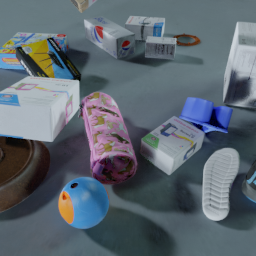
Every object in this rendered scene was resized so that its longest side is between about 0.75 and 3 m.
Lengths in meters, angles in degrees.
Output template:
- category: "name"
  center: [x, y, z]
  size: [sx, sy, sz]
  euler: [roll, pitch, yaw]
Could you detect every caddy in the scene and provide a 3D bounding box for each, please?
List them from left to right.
- category: "caddy"
  center: [2.020, -0.260, 7.401]
  size: [1.130, 0.839, 1.598]
  euler: [18, 5, -8]

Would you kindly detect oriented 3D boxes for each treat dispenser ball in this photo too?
- category: "treat dispenser ball"
  center: [-0.863, 1.465, 5.530]
  size: [0.985, 0.985, 0.985]
  euler: [0, 39, 0]

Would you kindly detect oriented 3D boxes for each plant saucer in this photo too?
- category: "plant saucer"
  center: [-3.296, 0.832, 6.691]
  size: [2.761, 0.476, 2.761]
  euler: [0, 38, 0]

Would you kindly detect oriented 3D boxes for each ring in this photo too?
- category: "ring"
  center: [2.694, -4.111, 12.958]
  size: [1.302, 0.125, 1.302]
  euler: [0, 39, 0]

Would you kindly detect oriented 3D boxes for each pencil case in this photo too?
- category: "pencil case"
  center: [-0.560, 0.179, 7.001]
  size: [1.124, 1.075, 2.597]
  euler: [-17, 42, -6]

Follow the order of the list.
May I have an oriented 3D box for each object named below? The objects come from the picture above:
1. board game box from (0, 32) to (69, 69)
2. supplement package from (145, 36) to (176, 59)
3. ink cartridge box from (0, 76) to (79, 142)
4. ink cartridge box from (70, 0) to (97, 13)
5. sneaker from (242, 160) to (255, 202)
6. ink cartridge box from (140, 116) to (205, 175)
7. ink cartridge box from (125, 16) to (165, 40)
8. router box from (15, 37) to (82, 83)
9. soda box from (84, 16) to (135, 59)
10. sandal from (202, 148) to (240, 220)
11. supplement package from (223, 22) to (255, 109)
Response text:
- category: "board game box"
  center: [-3.811, -3.150, 11.381]
  size: [2.224, 0.621, 2.177]
  euler: [4, 39, 4]
- category: "supplement package"
  center: [1.350, -3.304, 11.542]
  size: [1.210, 0.663, 0.688]
  euler: [7, 40, 8]
- category: "ink cartridge box"
  center: [-2.432, -0.638, 7.664]
  size: [1.664, 0.974, 2.302]
  euler: [6, 24, 5]
- category: "ink cartridge box"
  center: [-1.079, -4.558, 7.773]
  size: [2.036, 1.677, 0.765]
  euler: [-40, 8, -4]
- category: "sneaker"
  center: [3.745, 0.669, 6.348]
  size: [2.775, 1.137, 1.016]
  euler: [-29, 47, -31]
- category: "ink cartridge box"
  center: [1.121, 0.391, 7.086]
  size: [0.995, 0.599, 1.369]
  euler: [34, 47, 31]
- category: "ink cartridge box"
  center: [0.804, -4.677, 13.165]
  size: [1.722, 0.740, 1.261]
  euler: [8, 40, 8]
- category: "router box"
  center: [-2.749, -2.153, 9.706]
  size: [1.446, 0.495, 1.938]
  euler: [-30, 74, -31]
- category: "soda box"
  center: [-0.851, -4.019, 12.226]
  size: [0.960, 0.892, 2.812]
  euler: [-23, 45, -25]
- category: "sandal"
  center: [2.034, 1.229, 6.262]
  size: [0.742, 0.448, 1.824]
  euler: [6, 50, 31]
- category: "supplement package"
  center: [4.570, -1.876, 8.719]
  size: [2.694, 2.029, 2.044]
  euler: [11, 41, 13]
